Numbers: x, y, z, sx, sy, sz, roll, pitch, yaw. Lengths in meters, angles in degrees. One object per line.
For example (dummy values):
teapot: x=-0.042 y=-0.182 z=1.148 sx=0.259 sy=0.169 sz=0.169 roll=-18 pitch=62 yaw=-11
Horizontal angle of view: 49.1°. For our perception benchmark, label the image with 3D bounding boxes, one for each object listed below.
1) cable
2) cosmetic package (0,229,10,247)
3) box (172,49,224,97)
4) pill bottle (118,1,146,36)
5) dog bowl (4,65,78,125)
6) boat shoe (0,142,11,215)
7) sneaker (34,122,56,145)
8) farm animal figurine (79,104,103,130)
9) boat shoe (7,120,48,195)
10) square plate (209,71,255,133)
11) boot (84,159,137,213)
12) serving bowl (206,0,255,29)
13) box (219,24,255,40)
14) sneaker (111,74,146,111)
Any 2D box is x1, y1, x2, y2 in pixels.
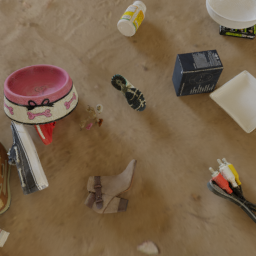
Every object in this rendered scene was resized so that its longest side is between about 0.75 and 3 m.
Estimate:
cable: x=3.432 y=2.083 z=8.578 sx=1.214 sy=0.629 sz=2.500 roll=-23 pitch=61 yaw=-35
cosmetic package: x=-4.042 y=3.144 z=8.287 sx=0.859 sy=0.375 sz=0.444 roll=17 pitch=65 yaw=8
box: x=2.472 y=-1.968 z=10.207 sx=1.438 sy=1.463 sz=0.907 roll=-9 pitch=62 yaw=-5
pill bottle: x=0.209 y=-4.692 z=11.918 sx=0.821 sy=0.821 sz=1.456 roll=22 pitch=66 yaw=11
dog bowl: x=-3.041 y=-1.273 z=9.663 sx=2.577 sy=0.950 sz=2.577 roll=1 pitch=41 yaw=-1
boat shoe: x=-4.286 y=1.385 z=8.818 sx=0.997 sy=0.974 sz=2.636 roll=-18 pitch=65 yaw=-9
sneaker: x=-2.654 y=-0.536 z=9.860 sx=1.269 sy=0.861 sz=2.197 roll=-18 pitch=66 yaw=-7
farm animal figurine: x=-1.296 y=-0.370 z=9.961 sx=0.899 sy=0.469 sz=0.889 roll=-4 pitch=90 yaw=7
boat shoe: x=-3.482 y=0.886 z=9.148 sx=0.904 sy=0.956 sz=2.666 roll=-23 pitch=73 yaw=-12
square plate: x=4.362 y=-0.991 z=10.386 sx=1.969 sy=0.283 sz=1.988 roll=-33 pitch=68 yaw=-16
boot: x=-0.562 y=1.749 z=8.813 sx=1.370 sy=0.658 sz=1.873 roll=12 pitch=66 yaw=5
serving bowl: x=4.469 y=-5.020 z=11.696 sx=2.527 sy=0.831 sz=2.527 roll=-1 pitch=63 yaw=1
box: x=4.751 y=-4.576 z=12.129 sx=1.451 sy=0.357 sz=1.503 roll=10 pitch=63 yaw=3
sneaker: x=0.111 y=-1.316 z=10.324 sx=0.641 sy=0.713 sz=1.652 roll=-41 pitch=85 yaw=12
